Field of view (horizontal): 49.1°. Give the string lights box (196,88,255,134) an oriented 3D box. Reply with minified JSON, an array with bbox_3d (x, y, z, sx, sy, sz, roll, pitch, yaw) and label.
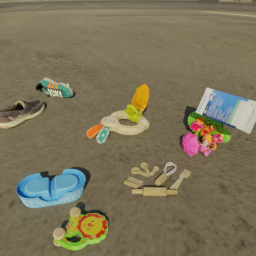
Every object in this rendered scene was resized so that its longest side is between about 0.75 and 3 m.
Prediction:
[{"bbox_3d":[2.868,-0.539,8.115,0.486,0.848,1.650,17,9,-41],"label":"string lights box"}]

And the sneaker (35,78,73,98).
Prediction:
[{"bbox_3d":[-3.485,-1.733,13.148,1.981,0.707,0.791,21,52,27],"label":"sneaker"}]

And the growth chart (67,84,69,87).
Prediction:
[{"bbox_3d":[-3.563,-2.034,14.171,1.246,0.111,0.902,-10,30,-18],"label":"growth chart"}]

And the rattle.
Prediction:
[{"bbox_3d":[-0.296,-0.510,10.009,2.300,1.643,1.497,-7,51,-26],"label":"rattle"}]

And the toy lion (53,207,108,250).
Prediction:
[{"bbox_3d":[-0.992,2.291,6.273,1.005,0.360,1.048,18,34,16],"label":"toy lion"}]

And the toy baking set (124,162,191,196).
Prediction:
[{"bbox_3d":[0.865,1.391,7.919,1.913,0.223,1.468,3,29,5],"label":"toy baking set"}]

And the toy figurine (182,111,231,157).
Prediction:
[{"bbox_3d":[2.431,0.408,9.202,1.581,1.187,1.455,34,52,9],"label":"toy figurine"}]

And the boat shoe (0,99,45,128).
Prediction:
[{"bbox_3d":[-4.221,-0.743,11.200,0.820,0.739,2.279,15,32,24],"label":"boat shoe"}]

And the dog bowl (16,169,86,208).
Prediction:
[{"bbox_3d":[-1.972,1.596,7.348,1.743,0.432,0.972,-7,30,-12],"label":"dog bowl"}]
